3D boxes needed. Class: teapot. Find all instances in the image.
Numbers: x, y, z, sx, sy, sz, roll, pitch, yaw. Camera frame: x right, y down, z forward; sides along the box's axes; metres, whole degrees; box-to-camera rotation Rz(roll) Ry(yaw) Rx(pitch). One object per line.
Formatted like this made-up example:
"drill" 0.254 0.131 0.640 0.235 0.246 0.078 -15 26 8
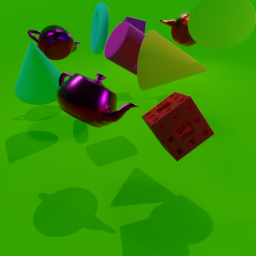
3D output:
"teapot" 2.128 -3.751 10.749 1.963 1.220 0.961 38 41 24
"teapot" -0.695 -0.599 5.559 2.010 0.984 1.250 31 5 27
"teapot" -2.510 -3.050 9.886 2.046 1.272 1.002 5 55 -40

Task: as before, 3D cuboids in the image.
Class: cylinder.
"cylinder" 0.075 -2.130 7.597 1.070 1.070 1.070 24 15 -31

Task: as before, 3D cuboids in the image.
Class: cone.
"cone" -2.458 -1.676 7.559 1.503 1.509 1.503 2 48 -2
"cone" 1.877 -2.449 5.599 1.215 1.215 1.220 7 56 13
"cone" 1.063 -1.352 6.051 1.341 1.336 1.336 13 30 19

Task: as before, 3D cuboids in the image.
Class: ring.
"ring" -0.881 -3.031 8.607 0.305 1.524 1.524 3 26 -18

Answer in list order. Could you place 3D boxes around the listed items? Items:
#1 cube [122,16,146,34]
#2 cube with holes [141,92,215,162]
"cube" 0.167 -3.811 11.099 0.803 0.803 0.803 7 -1 -19
"cube with holes" 0.848 -0.057 4.945 0.789 0.789 0.789 -37 16 0
